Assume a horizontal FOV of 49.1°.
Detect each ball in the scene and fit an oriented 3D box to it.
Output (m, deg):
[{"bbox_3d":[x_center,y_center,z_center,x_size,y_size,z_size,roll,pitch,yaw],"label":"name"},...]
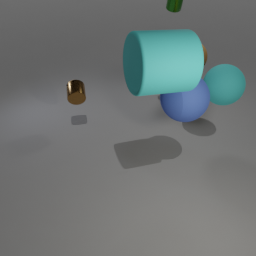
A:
[{"bbox_3d":[3.273,-1.474,9.590,1.400,1.400,1.400,0,31,0],"label":"ball"},{"bbox_3d":[1.617,-0.867,8.004,1.400,1.400,1.400,0,31,0],"label":"ball"}]

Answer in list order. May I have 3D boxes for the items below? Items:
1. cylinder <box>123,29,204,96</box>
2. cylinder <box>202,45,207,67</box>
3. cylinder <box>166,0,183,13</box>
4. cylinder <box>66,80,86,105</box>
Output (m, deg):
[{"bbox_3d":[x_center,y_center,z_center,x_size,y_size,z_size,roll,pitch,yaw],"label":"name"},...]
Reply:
[{"bbox_3d":[0.743,-1.479,6.341,1.400,1.400,1.400,-8,32,-17],"label":"cylinder"},{"bbox_3d":[2.656,-3.072,12.174,1.400,1.400,1.400,12,19,19],"label":"cylinder"},{"bbox_3d":[2.093,-5.653,12.480,0.700,0.700,0.700,2,54,-3],"label":"cylinder"},{"bbox_3d":[-1.985,-1.367,10.720,0.700,0.700,0.700,-6,54,-9],"label":"cylinder"}]
